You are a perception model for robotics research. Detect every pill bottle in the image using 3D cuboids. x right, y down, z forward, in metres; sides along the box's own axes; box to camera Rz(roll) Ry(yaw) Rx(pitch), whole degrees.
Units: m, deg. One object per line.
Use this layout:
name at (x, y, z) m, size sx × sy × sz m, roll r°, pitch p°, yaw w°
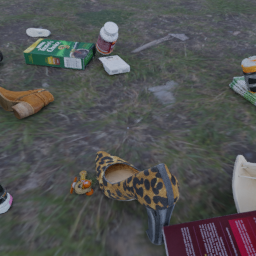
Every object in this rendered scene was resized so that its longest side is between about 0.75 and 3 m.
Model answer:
pill bottle at (-0.826, -3.635, 11.356) m, size 0.730 × 1.292 × 0.730 m, roll 6°, pitch 67°, yaw -15°

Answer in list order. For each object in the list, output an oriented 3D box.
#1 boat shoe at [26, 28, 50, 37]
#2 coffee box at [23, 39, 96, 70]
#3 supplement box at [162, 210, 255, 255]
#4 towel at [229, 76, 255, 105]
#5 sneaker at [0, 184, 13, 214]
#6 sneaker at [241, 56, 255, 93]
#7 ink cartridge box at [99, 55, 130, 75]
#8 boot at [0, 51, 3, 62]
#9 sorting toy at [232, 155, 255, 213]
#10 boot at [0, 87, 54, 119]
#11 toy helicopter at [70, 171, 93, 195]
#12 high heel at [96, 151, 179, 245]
boat shoe at (-4.398, -4.723, 13.799) m, size 1.141 × 0.411 × 0.391 m, roll -1°, pitch 21°, yaw 5°
coffee box at (-2.785, -3.087, 11.579) m, size 2.558 × 0.563 × 1.573 m, roll 8°, pitch 39°, yaw 10°
supplement box at (1.878, 2.138, 4.518) m, size 2.433 × 0.741 × 1.324 m, roll -10°, pitch 45°, yaw 3°
towel at (5.017, -1.099, 9.235) m, size 2.029 × 0.417 × 2.719 m, roll -17°, pitch 42°, yaw -19°
sneaker at (-3.336, 1.335, 5.952) m, size 1.674 × 0.723 × 0.672 m, roll 0°, pitch 37°, yaw 0°
sneaker at (4.927, -1.868, 8.875) m, size 2.771 × 1.070 × 1.084 m, roll -11°, pitch 25°, yaw -1°
ink cartridge box at (-0.557, -2.483, 10.999) m, size 0.872 × 0.272 × 1.084 m, roll -15°, pitch 41°, yaw -26°
boot at (-6.228, -2.523, 10.711) m, size 2.454 × 0.856 × 1.616 m, roll 0°, pitch 42°, yaw 5°
sorting toy at (3.113, 1.878, 4.892) m, size 2.622 × 1.401 × 2.360 m, roll 4°, pitch 50°, yaw 37°
boot at (-3.338, -1.007, 8.988) m, size 1.692 × 0.623 × 1.309 m, roll 37°, pitch 51°, yaw 21°
toy helicopter at (-1.078, 1.253, 6.479) m, size 0.505 × 0.301 × 0.763 m, roll -12°, pitch 29°, yaw 0°
high heel at (0.029, 0.783, 5.664) m, size 0.967 × 1.931 × 2.709 m, roll -22°, pitch 44°, yaw -25°
